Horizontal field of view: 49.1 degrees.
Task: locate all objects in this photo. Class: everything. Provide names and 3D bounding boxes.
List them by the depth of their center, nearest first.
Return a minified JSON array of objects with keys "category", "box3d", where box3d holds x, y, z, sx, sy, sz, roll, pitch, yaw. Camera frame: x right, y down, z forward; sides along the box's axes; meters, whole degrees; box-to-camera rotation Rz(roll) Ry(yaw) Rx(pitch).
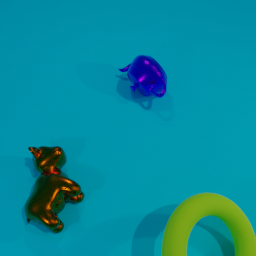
[{"category":"ring","box3d":[1.429,2.094,4.722,1.960,0.392,1.960,8,72,-25]},{"category":"cow figurine","box3d":[-1.658,1.145,5.706,1.543,0.860,1.568,26,63,16]},{"category":"teapot","box3d":[0.403,-1.334,7.403,0.900,1.143,1.838,-41,50,-4]}]
